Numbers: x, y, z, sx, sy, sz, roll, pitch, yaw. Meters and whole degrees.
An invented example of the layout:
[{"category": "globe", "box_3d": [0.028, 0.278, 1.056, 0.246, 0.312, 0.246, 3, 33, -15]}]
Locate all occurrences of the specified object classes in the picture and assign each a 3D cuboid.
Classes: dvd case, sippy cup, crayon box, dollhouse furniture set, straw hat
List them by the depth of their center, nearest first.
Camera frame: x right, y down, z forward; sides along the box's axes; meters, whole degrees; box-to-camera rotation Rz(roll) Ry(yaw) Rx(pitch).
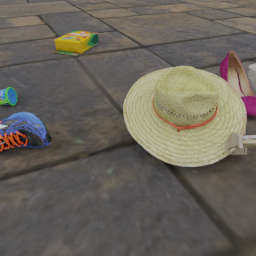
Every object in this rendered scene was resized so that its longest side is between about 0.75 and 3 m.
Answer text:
[{"category": "dollhouse furniture set", "box_3d": [2.195, -0.050, 5.459, 1.798, 1.029, 2.108, -1, -10, 2]}, {"category": "straw hat", "box_3d": [1.180, -0.625, 5.806, 2.757, 1.167, 2.757, -2, 61, 4]}, {"category": "dvd case", "box_3d": [0.963, -0.534, 7.645, 1.577, 0.169, 2.121, -4, 23, -6]}, {"category": "sippy cup", "box_3d": [-3.662, -0.905, 8.294, 0.520, 0.557, 0.709, -7, -6, 8]}, {"category": "crayon box", "box_3d": [-2.369, -3.886, 12.727, 1.308, 0.523, 2.061, 12, 36, 18]}]

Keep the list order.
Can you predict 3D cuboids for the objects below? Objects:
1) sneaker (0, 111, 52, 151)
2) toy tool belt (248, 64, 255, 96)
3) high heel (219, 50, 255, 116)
[{"category": "sneaker", "box_3d": [-2.860, 0.222, 6.377, 2.464, 0.928, 0.966, 1, 40, 18]}, {"category": "toy tool belt", "box_3d": [4.692, -1.268, 8.004, 1.430, 1.453, 2.327, -22, 39, -16]}, {"category": "high heel", "box_3d": [3.287, -1.356, 8.300, 0.843, 1.202, 2.500, -4, 34, -7]}]
